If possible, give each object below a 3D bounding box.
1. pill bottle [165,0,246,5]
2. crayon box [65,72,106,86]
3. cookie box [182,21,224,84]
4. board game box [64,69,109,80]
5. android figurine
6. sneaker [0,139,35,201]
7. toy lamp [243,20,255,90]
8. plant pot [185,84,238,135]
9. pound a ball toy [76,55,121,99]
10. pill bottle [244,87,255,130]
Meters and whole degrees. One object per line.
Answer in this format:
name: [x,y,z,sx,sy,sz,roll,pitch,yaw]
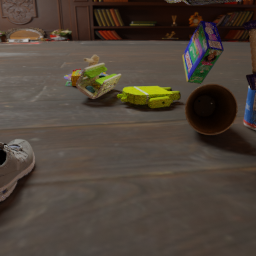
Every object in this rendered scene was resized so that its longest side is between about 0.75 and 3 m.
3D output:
pill bottle: [2.123,-3.966,7.164,2.534,1.475,1.475,15,25,39]
crayon box: [-2.018,-2.389,13.458,1.931,0.498,1.214,-3,21,-6]
cookie box: [1.998,-2.042,7.669,0.481,1.281,1.096,6,56,-12]
board game box: [-2.250,-3.026,15.181,2.442,0.475,1.929,-6,22,-15]
android figurine: [0.735,-1.202,10.378,2.243,0.461,2.042,-7,22,-20]
sneaker: [-2.227,0.566,5.225,0.716,0.786,1.916,-2,21,-5]
toy lamp: [2.920,-1.657,6.473,0.450,1.548,0.450,-8,7,1]
plant pot: [2.226,-0.582,7.829,1.315,1.315,1.411,3,10,8]
pound a ball toy: [-1.388,-2.096,11.560,1.623,1.057,2.489,34,24,3]
pill bottle: [3.768,-0.844,7.645,0.960,1.711,0.960,0,19,0]
